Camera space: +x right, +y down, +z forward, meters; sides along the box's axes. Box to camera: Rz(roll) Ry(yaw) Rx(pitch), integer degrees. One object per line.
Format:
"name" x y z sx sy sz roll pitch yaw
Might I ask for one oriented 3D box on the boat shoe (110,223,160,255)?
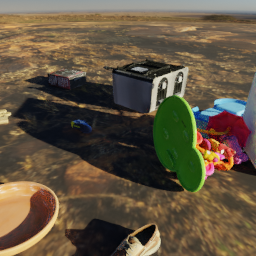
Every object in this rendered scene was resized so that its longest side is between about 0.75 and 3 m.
"boat shoe" 0.044 2.068 4.800 0.502 0.476 1.327 22 34 38

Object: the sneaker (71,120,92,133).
"sneaker" -1.509 -0.086 9.426 0.907 0.335 0.373 21 31 35

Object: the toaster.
"toaster" 0.770 -1.845 11.613 2.658 1.577 2.403 22 33 37

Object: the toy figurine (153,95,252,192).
"toy figurine" 2.254 0.362 7.340 2.380 1.941 2.586 -1 46 -22

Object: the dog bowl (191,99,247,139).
"dog bowl" 3.234 -0.336 9.569 2.638 0.654 1.470 -20 32 -34

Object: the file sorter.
"file sorter" 4.357 -0.454 7.252 1.830 2.939 2.039 6 28 1

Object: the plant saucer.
"plant saucer" -2.364 1.787 5.514 1.976 0.370 1.976 0 27 0

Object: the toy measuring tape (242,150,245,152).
"toy measuring tape" 3.730 0.517 8.166 0.983 0.362 0.362 -2 26 -4

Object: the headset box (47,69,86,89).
"headset box" -2.968 -2.447 13.942 1.639 0.633 1.220 14 29 30

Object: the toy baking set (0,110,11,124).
"toy baking set" -5.208 -0.299 10.021 2.080 0.242 1.597 0 23 0
